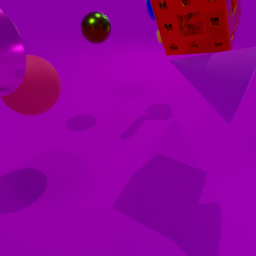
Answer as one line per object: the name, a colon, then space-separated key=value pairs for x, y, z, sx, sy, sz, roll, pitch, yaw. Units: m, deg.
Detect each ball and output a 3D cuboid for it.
ball: x=-0.968 y=-3.019 z=8.460 sx=0.925 sy=0.925 sz=0.925 roll=0 pitch=32 yaw=0
ball: x=-2.110 y=-0.914 z=6.053 sx=1.291 sy=1.291 sz=1.291 roll=0 pitch=32 yaw=0

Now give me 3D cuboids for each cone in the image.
cone: x=1.460 y=-1.018 z=5.198 sx=1.467 sy=1.462 sz=1.462 roll=23 pitch=38 yaw=15
cone: x=-2.504 y=-0.916 z=3.792 sx=1.524 sy=1.524 sz=1.530 roll=10 pitch=28 yaw=16

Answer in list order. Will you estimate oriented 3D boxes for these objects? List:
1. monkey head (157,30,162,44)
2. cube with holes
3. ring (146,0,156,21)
monkey head: x=1.371 y=-3.114 z=9.077 sx=1.179 sy=1.639 sz=0.988 roll=-22 pitch=24 yaw=-9
cube with holes: x=1.485 y=-2.546 z=5.864 sx=1.396 sy=1.396 sz=1.396 roll=4 pitch=51 yaw=30
ring: x=0.893 y=-3.859 z=8.149 sx=0.285 sy=1.426 sz=1.426 roll=13 pitch=34 yaw=24
